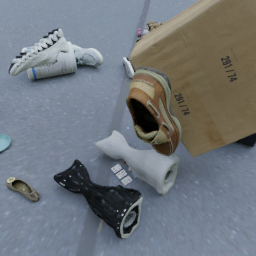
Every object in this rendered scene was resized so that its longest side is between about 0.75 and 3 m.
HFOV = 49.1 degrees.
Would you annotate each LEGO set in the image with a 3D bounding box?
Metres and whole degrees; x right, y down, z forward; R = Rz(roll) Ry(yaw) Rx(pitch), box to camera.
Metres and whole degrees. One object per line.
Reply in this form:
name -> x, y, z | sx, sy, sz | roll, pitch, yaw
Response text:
LEGO set -> 0.042, 1.195, 7.957 | 0.863, 0.212, 0.645 | -30, 62, -27

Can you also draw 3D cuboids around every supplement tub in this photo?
supplement tub -> -3.197, -2.758, 11.436 | 1.939, 1.279, 1.279 | -15, 44, -15

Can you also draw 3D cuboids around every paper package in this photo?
paper package -> 1.881, -1.244, 6.157 | 2.785, 2.922, 1.511 | -27, 23, 27

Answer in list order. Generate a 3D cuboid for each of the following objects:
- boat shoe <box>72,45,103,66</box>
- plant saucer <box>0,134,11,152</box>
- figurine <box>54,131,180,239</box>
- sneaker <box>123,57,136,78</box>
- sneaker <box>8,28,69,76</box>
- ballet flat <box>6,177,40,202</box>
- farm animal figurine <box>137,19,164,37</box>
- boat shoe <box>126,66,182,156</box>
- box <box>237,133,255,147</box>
boat shoe -> -2.066, -3.067, 12.193 | 2.222, 0.775, 0.791 | 23, 45, 32
plant saucer -> -4.024, 0.516, 8.657 | 0.792, 0.142, 0.792 | 0, 41, 0
figurine -> -0.300, 1.153, 7.337 | 2.455, 1.083, 2.516 | 27, 49, 32
sneaker -> 0.314, -2.650, 11.866 | 0.809, 0.528, 1.445 | -11, 42, -11
sneaker -> -2.361, -1.908, 7.555 | 1.828, 0.741, 0.687 | -42, 34, -16
ballet flat -> -2.784, 1.574, 7.386 | 1.170, 0.271, 0.394 | 25, 48, 25
farm animal figurine -> 1.204, -5.209, 14.571 | 1.123, 0.699, 1.390 | 26, 48, 26
boat shoe -> 0.409, -0.106, 5.085 | 0.800, 2.116, 0.781 | 13, 57, 31
box -> 3.327, -1.182, 9.275 | 2.634, 1.661, 2.680 | 21, 45, 18
